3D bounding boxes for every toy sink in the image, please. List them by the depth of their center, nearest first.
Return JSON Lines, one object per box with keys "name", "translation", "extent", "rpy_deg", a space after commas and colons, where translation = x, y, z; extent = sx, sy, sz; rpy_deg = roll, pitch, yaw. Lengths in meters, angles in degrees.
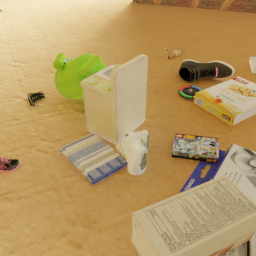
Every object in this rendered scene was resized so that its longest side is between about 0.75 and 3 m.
{"name": "toy sink", "translation": [-0.493, -1.225, 10.170], "extent": [1.612, 2.877, 1.875], "rpy_deg": [24, 44, 28]}

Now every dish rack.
{"name": "dish rack", "translation": [1.818, 2.945, 6.567], "extent": [2.185, 0.554, 2.546], "rpy_deg": [11, 38, 16]}

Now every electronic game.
{"name": "electronic game", "translation": [2.927, -1.654, 12.925], "extent": [1.213, 0.252, 1.213], "rpy_deg": [0, 37, 0]}

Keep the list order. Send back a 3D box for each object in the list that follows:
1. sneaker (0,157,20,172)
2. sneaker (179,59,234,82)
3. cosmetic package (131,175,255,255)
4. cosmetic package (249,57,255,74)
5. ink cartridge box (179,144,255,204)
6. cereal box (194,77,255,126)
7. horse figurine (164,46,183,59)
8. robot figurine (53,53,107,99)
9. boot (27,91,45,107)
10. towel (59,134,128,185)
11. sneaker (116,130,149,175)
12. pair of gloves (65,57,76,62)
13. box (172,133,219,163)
{"name": "sneaker", "translation": [-4.085, 1.119, 9.016], "extent": [1.120, 0.534, 0.442], "rpy_deg": [-7, 36, -12]}
{"name": "sneaker", "translation": [3.739, -2.693, 13.815], "extent": [2.695, 0.953, 1.336], "rpy_deg": [14, 41, 26]}
{"name": "cosmetic package", "translation": [1.478, 2.203, 6.215], "extent": [2.564, 1.119, 1.325], "rpy_deg": [-15, 41, -21]}
{"name": "cosmetic package", "translation": [7.239, -3.372, 15.115], "extent": [1.114, 0.382, 1.477], "rpy_deg": [5, 37, 11]}
{"name": "ink cartridge box", "translation": [3.293, 1.539, 8.448], "extent": [2.628, 0.533, 2.622], "rpy_deg": [21, 42, 26]}
{"name": "cereal box", "translation": [4.666, -1.278, 12.131], "extent": [2.960, 0.585, 2.130], "rpy_deg": [-23, 43, -28]}
{"name": "horse figurine", "translation": [2.766, -4.496, 16.605], "extent": [1.335, 0.333, 0.885], "rpy_deg": [-12, 50, -25]}
{"name": "robot figurine", "translation": [-1.997, -2.109, 11.790], "extent": [2.862, 2.511, 1.656], "rpy_deg": [-5, 45, 50]}
{"name": "boot", "translation": [-4.041, -1.324, 12.416], "extent": [0.729, 0.348, 0.965], "rpy_deg": [-14, 39, -21]}
{"name": "towel", "translation": [-1.183, 0.973, 9.458], "extent": [1.497, 0.243, 2.038], "rpy_deg": [-27, 46, -33]}
{"name": "sneaker", "translation": [0.099, 0.824, 9.290], "extent": [1.071, 0.840, 2.155], "rpy_deg": [0, 27, 10]}
{"name": "pair of gloves", "translation": [-3.065, -3.633, 15.453], "extent": [1.906, 0.217, 1.532], "rpy_deg": [22, 40, 33]}
{"name": "box", "translation": [2.345, 0.673, 9.711], "extent": [1.531, 0.305, 1.048], "rpy_deg": [7, 37, 15]}
